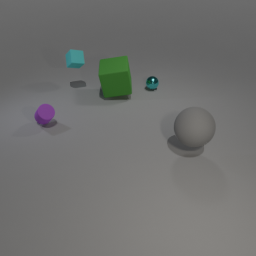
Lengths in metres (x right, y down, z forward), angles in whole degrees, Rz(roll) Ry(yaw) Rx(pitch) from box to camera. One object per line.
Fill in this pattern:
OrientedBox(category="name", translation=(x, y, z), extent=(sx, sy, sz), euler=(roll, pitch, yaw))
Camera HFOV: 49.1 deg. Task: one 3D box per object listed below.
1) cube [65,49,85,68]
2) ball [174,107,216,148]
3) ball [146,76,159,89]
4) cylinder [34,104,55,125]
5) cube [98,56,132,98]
OrientedBox(category="cube", translation=(-2.677, -3.472, 14.132), extent=(0.700, 0.700, 0.700), euler=(-3, -8, -33))
OrientedBox(category="ball", translation=(2.281, -0.032, 9.612), extent=(1.400, 1.400, 1.400), euler=(0, 32, 0))
OrientedBox(category="ball", translation=(1.291, -2.403, 14.872), extent=(0.700, 0.700, 0.700), euler=(0, 32, 0))
OrientedBox(category="cylinder", translation=(-3.461, -0.569, 11.616), extent=(0.700, 0.700, 0.700), euler=(-24, -3, -33))
OrientedBox(category="cube", translation=(-0.601, -2.522, 13.793), extent=(1.400, 1.400, 1.400), euler=(-7, 44, 5))
